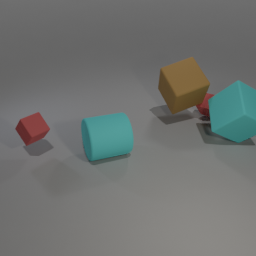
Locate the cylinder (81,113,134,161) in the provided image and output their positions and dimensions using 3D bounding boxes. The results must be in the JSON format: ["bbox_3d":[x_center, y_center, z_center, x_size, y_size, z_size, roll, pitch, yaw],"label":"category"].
[{"bbox_3d":[-0.708,0.273,9.264,1.400,1.400,1.400,-10,31,-19],"label":"cylinder"}]

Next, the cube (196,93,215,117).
[{"bbox_3d":[3.368,-0.953,11.644,0.700,0.700,0.700,22,76,43],"label":"cube"}]

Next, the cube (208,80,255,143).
[{"bbox_3d":[3.849,-0.524,9.767,1.400,1.400,1.400,20,55,-26],"label":"cube"}]

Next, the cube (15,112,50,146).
[{"bbox_3d":[-3.091,0.030,9.071,0.700,0.700,0.700,-31,84,-42],"label":"cube"}]

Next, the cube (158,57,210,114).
[{"bbox_3d":[2.130,-1.641,10.977,1.400,1.400,1.400,-21,66,-8],"label":"cube"}]
